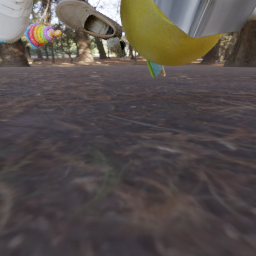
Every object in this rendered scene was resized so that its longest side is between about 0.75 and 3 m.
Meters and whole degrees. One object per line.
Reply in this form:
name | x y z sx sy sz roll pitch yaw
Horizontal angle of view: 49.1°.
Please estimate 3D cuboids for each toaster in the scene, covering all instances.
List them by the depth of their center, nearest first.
toaster | 1.041 -1.867 3.825 1.220 0.724 1.103 -19 57 -26

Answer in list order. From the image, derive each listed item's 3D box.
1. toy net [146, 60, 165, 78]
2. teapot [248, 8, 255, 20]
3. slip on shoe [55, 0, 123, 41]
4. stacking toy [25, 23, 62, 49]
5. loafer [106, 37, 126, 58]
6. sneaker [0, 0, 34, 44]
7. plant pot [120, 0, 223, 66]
toy net | 0.900 -2.266 9.510 0.424 1.152 2.196 -20 2 12
teapot | 3.646 -3.838 8.102 1.810 1.786 1.322 -3 -3 -3
slip on shoe | -1.444 -3.757 9.833 2.623 0.997 0.795 28 20 4
stacking toy | -2.795 -3.212 9.616 1.349 0.741 0.783 8 52 32
loafer | -0.249 -2.463 8.603 0.446 0.447 1.278 -17 -2 16
sneaker | -1.804 -2.350 4.451 0.760 1.987 0.803 16 3 -20
plant pot | 1.148 -2.828 6.287 2.783 2.783 1.976 0 11 1
